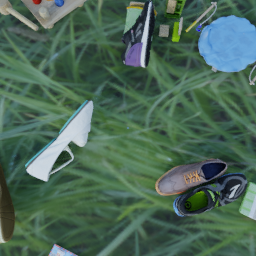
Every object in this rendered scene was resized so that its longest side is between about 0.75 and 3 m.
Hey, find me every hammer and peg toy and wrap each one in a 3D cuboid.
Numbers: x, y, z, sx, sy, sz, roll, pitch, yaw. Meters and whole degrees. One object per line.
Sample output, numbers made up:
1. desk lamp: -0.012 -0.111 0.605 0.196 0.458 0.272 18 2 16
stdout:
1. hammer and peg toy: -2.633 -3.897 8.616 2.408 0.849 1.771 -40 82 -8

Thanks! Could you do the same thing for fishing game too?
1. fishing game: 3.087 -2.518 8.557 2.635 0.410 1.887 40 85 10

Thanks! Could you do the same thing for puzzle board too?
1. puzzle board: -1.651 3.693 7.350 1.098 0.096 0.827 25 79 5

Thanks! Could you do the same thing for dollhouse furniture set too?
1. dollhouse furniture set: 0.770 -3.371 8.468 1.755 0.881 1.150 7 78 2

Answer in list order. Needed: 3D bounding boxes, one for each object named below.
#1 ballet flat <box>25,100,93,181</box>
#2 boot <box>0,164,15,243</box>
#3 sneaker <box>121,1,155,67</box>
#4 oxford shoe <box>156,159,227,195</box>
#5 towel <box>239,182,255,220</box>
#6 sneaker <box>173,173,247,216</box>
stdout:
1. ballet flat: -1.661 0.412 7.675 0.900 0.900 2.593 43 91 8
2. boot: -4.096 2.056 7.320 1.827 0.851 2.362 -20 73 -5
3. sneaker: 0.251 -2.805 8.190 0.886 0.766 2.023 8 79 14
4. oxford shoe: 1.695 1.268 7.545 1.996 0.728 0.712 -22 79 -5
5. towel: 3.773 2.153 7.665 1.263 0.194 0.942 25 77 7
6. sneaker: 2.229 1.812 7.357 2.093 0.867 0.742 -21 80 -4
